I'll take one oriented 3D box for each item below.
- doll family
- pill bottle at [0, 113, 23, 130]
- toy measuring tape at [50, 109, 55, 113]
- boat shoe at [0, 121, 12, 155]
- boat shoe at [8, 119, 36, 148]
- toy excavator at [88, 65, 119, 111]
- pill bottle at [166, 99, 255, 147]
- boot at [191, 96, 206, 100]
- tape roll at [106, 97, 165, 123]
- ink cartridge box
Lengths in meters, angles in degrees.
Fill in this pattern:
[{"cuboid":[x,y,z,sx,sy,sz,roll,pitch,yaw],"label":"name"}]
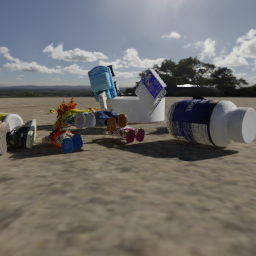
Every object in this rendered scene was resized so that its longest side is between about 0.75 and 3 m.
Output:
[{"cuboid":[-0.937,-0.217,7.517,2.774,1.250,1.722,-5,9,-30],"label":"doll family"},{"cuboid":[-3.948,-0.114,8.748,1.295,0.708,0.708,5,9,33],"label":"pill bottle"},{"cuboid":[-4.526,-1.031,16.839,0.285,0.285,0.774,0,8,-3],"label":"toy measuring tape"},{"cuboid":[-3.190,0.240,6.412,0.741,0.781,2.063,-6,0,-14],"label":"boat shoe"},{"cuboid":[-2.784,0.095,7.531,0.593,0.630,1.753,3,9,-12],"label":"boat shoe"},{"cuboid":[-1.016,-1.405,11.191,1.101,2.143,2.204,-13,13,8],"label":"toy excavator"},{"cuboid":[2.145,-0.149,7.295,1.162,1.162,2.091,-7,11,-43],"label":"pill bottle"},{"cuboid":[2.935,-0.525,10.396,1.753,0.607,1.526,44,1,13],"label":"boot"},{"cuboid":[0.202,-0.901,13.062,3.006,1.051,3.006,0,9,0],"label":"tape roll"},{"cuboid":[0.897,-1.348,10.602,0.276,1.260,1.272,-7,55,-38],"label":"ink cartridge box"}]
